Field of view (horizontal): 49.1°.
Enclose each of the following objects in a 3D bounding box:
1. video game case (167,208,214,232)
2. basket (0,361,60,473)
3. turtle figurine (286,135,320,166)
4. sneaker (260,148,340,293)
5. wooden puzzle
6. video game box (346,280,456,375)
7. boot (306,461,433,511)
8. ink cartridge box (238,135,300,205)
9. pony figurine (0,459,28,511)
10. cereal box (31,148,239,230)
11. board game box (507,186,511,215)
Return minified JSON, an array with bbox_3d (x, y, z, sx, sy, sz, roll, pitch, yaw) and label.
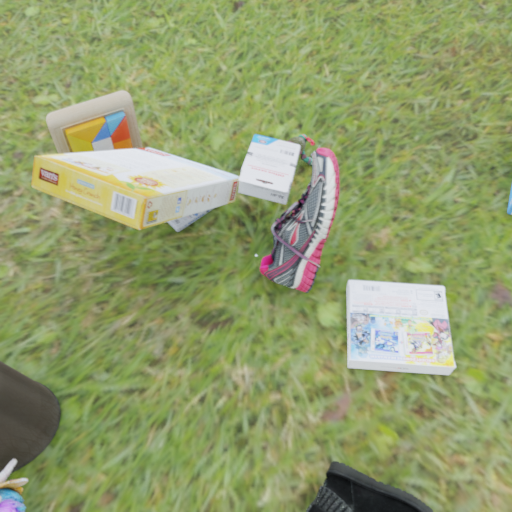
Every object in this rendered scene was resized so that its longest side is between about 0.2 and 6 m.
[{"bbox_3d":[-1.516,-1.136,11.330,1.085,0.131,1.191,-36,62,-22],"label":"video game case"},{"bbox_3d":[-4.080,2.080,7.751,2.090,2.318,1.576,-13,60,-10],"label":"basket"},{"bbox_3d":[0.753,-2.183,11.796,0.916,0.616,1.224,36,69,22],"label":"turtle figurine"},{"bbox_3d":[0.762,-0.549,9.373,0.979,2.622,1.057,16,29,2],"label":"sneaker"},{"bbox_3d":[-3.047,-2.200,10.951,1.627,1.758,0.327,-23,52,-16],"label":"wooden puzzle"},{"bbox_3d":[2.415,1.201,9.566,1.713,0.401,1.561,4,53,3],"label":"video game box"},{"bbox_3d":[1.482,3.791,7.588,1.812,0.682,1.355,18,50,25],"label":"boot"},{"bbox_3d":[0.218,-1.486,10.068,0.913,0.526,1.576,14,43,2],"label":"ink cartridge box"},{"bbox_3d":[-4.357,3.884,6.959,2.712,2.259,2.618,-8,45,12],"label":"pony figurine"},{"bbox_3d":[-1.831,-1.221,9.254,2.091,0.574,2.906,21,20,21],"label":"cereal box"},{"bbox_3d":[6.992,-1.813,11.330,3.103,0.886,3.169,18,58,12],"label":"board game box"}]
